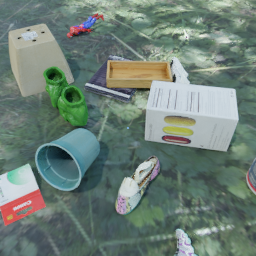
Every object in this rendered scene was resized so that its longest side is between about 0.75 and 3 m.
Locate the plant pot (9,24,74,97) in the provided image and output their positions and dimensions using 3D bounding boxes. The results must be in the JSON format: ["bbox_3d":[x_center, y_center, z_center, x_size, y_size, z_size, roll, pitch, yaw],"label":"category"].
[{"bbox_3d":[-3.604,-2.856,11.161,2.126,1.883,2.124,-20,50,-18],"label":"plant pot"}]

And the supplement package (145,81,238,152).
[{"bbox_3d":[1.980,-0.404,9.134,2.680,1.524,1.468,7,47,8],"label":"supplement package"}]

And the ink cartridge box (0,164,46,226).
[{"bbox_3d":[-3.123,1.828,7.901,1.160,0.361,1.442,-23,50,-19],"label":"ink cartridge box"}]

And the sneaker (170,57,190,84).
[{"bbox_3d":[2.083,-2.261,11.540,0.713,0.661,1.760,9,48,-11],"label":"sneaker"}]

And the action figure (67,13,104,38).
[{"bbox_3d":[-2.192,-5.139,14.192,2.150,0.556,0.703,-37,52,-23],"label":"action figure"}]

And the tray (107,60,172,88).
[{"bbox_3d":[0.432,-2.146,11.224,2.525,0.467,1.245,1,47,-2],"label":"tray"}]

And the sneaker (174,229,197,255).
[{"bbox_3d":[1.230,2.996,6.782,0.699,0.388,0.999,-16,49,-16],"label":"sneaker"}]

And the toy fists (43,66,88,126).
[{"bbox_3d":[-2.216,-1.028,9.892,0.874,1.296,2.543,-33,55,-19],"label":"toy fists"}]

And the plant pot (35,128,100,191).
[{"bbox_3d":[-1.603,0.776,8.060,1.462,1.462,1.432,19,32,17],"label":"plant pot"}]

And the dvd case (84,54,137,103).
[{"bbox_3d":[-0.386,-2.134,11.624,1.903,0.204,2.559,18,49,14],"label":"dvd case"}]

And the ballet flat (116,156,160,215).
[{"bbox_3d":[0.259,1.497,7.934,0.686,0.706,1.985,20,50,32],"label":"ballet flat"}]

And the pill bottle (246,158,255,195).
[{"bbox_3d":[4.118,0.936,7.494,1.267,2.118,1.267,0,47,0],"label":"pill bottle"}]
